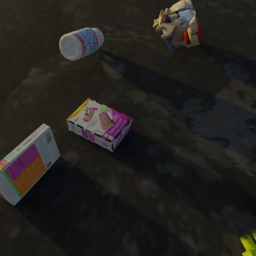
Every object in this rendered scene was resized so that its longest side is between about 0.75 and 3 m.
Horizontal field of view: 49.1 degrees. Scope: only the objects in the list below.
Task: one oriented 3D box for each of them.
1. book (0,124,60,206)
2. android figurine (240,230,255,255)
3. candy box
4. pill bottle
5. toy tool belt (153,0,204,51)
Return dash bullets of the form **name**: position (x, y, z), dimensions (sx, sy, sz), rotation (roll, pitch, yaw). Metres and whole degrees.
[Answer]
- **book**: position (-2.107, 0.744, 5.910), dimensions (0.359, 0.998, 1.494), rotation (24, 52, 24)
- **android figurine**: position (2.412, 2.336, 4.733), dimensions (1.072, 0.242, 1.178), rotation (-6, 58, -35)
- **candy box**: position (-0.700, -0.107, 7.066), dimensions (1.387, 0.423, 0.946), rotation (24, 53, 21)
- **pill bottle**: position (-1.435, -2.765, 9.069), dimensions (0.827, 0.827, 1.520), rotation (21, 37, 18)
- **toy tool belt**: position (1.571, -3.226, 9.289), dimensions (1.487, 1.510, 2.419), rotation (-16, 39, 16)
